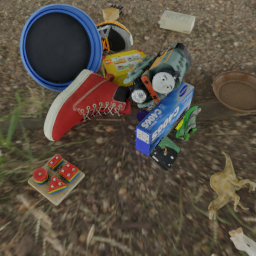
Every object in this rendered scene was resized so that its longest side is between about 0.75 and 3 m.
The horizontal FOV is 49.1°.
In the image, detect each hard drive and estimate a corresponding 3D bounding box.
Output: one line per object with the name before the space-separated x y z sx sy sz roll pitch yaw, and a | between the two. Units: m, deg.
hard drive | 0.998 0.654 7.446 0.636 0.172 0.911 42 45 0

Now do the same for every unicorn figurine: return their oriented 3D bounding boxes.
unicorn figurine | 2.660 3.048 5.630 2.819 1.041 1.936 -37 70 -9

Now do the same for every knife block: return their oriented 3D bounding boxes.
knife block | -0.575 -4.939 12.150 0.975 0.355 1.111 -13 52 -9

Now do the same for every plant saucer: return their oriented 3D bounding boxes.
plant saucer | 3.696 -1.146 9.207 1.874 0.343 1.874 1 52 -1

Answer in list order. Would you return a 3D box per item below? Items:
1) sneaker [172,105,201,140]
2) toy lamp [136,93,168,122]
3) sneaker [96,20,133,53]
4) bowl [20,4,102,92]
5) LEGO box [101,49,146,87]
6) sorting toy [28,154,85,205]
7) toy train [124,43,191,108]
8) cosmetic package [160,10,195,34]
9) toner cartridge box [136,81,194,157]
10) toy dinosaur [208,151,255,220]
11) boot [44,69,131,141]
sneaker | 1.853 -0.142 8.396 0.545 0.500 1.281 32 67 14
toy lamp | 1.070 -1.042 8.936 0.663 0.663 2.278 26 55 19
sneaker | -1.264 -3.218 10.369 2.991 1.171 1.155 10 50 20
bowl | -2.105 -2.511 8.946 2.670 2.670 0.524 -33 32 -23
LEGO box | -0.069 -2.062 9.750 1.553 0.599 1.157 -14 53 -11
sorting toy | -1.890 1.255 7.307 1.069 0.372 1.063 31 58 21
toy train | 0.923 -1.561 7.976 1.530 1.144 2.685 -23 19 29
cosmetic package | 2.060 -4.418 11.674 1.316 0.468 0.692 19 55 15
toner cartridge box | 1.075 -0.303 8.093 0.482 1.061 2.234 32 59 21
toy dinosaur | 2.632 1.373 7.081 1.053 0.606 2.083 18 54 15
boot | -1.046 -0.483 8.338 1.959 0.983 2.715 25 58 11
